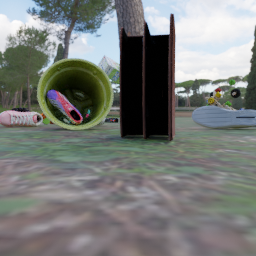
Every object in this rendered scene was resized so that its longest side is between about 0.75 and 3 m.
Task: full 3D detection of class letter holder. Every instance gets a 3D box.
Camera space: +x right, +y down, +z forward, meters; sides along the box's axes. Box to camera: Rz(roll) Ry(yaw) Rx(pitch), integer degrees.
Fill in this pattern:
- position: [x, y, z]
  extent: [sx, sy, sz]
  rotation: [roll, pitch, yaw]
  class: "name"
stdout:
- position: [0.409, -0.979, 5.998]
  extent: [1.219, 2.425, 1.723]
  rotation: [0, 3, 9]
  class: "letter holder"

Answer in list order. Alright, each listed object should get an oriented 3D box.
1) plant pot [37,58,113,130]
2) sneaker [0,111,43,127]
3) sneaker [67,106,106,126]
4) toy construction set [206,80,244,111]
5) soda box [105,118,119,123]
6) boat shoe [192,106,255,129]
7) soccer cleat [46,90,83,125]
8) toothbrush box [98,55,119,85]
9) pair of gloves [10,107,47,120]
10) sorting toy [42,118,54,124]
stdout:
- position: [-2.015, -0.997, 10.632]
  extent: [2.553, 2.553, 2.347]
  rotation: [-1, -9, -13]
  class: "plant pot"
- position: [-4.532, -0.405, 12.068]
  extent: [0.981, 0.706, 1.876]
  rotation: [-4, -4, 34]
  class: "sneaker"
- position: [-2.491, -0.593, 13.484]
  extent: [2.559, 1.070, 1.545]
  rotation: [4, -5, 40]
  class: "sneaker"
- position: [4.592, -0.946, 14.806]
  extent: [2.656, 2.215, 2.041]
  rotation: [-25, -2, 42]
  class: "toy construction set"
- position: [-1.095, -0.531, 19.060]
  extent: [0.911, 0.322, 0.288]
  rotation: [1, 5, 5]
  class: "soda box"
- position: [3.587, -0.272, 10.352]
  extent: [2.405, 0.866, 0.746]
  rotation: [6, -18, 17]
  class: "boat shoe"
- position: [-2.191, -0.758, 9.855]
  extent: [0.538, 1.579, 0.578]
  rotation: [-47, 15, -19]
  class: "soccer cleat"
- position: [-0.479, -2.137, 10.680]
  extent: [1.200, 0.517, 0.874]
  rotation: [24, 27, -31]
  class: "toothbrush box"
- position: [-4.808, -0.534, 13.127]
  extent: [1.632, 0.227, 1.832]
  rotation: [-22, -22, 31]
  class: "pair of gloves"
- position: [-4.586, -0.355, 15.466]
  extent: [0.506, 0.509, 1.469]
  rotation: [-27, -16, 36]
  class: "sorting toy"
